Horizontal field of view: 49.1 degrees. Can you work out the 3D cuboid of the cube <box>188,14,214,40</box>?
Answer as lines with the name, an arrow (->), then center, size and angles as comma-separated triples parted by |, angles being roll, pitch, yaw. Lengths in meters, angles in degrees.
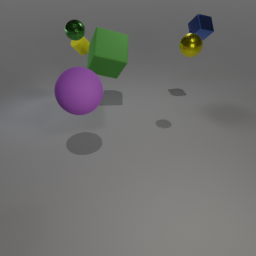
cube -> 2.975, -4.110, 11.453 | 0.700, 0.700, 0.700 | 1, -15, -24

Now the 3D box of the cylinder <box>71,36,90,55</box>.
cylinder -> -2.176, -3.873, 13.030 | 0.700, 0.700, 0.700 | -19, 53, 27

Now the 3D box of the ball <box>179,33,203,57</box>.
ball -> 1.891, -2.482, 8.413 | 0.700, 0.700, 0.700 | 0, 31, 0

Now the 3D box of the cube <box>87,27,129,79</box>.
cube -> -0.876, -3.139, 11.874 | 1.400, 1.400, 1.400 | 9, 69, -18

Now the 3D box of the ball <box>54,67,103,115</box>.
ball -> -1.427, -1.074, 8.183 | 1.400, 1.400, 1.400 | 0, 31, 0

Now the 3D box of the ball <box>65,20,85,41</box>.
ball -> -1.859, -3.428, 9.815 | 0.700, 0.700, 0.700 | 0, 31, 0
